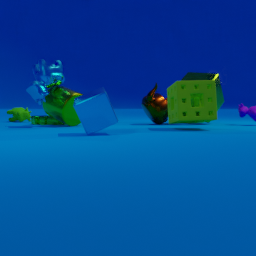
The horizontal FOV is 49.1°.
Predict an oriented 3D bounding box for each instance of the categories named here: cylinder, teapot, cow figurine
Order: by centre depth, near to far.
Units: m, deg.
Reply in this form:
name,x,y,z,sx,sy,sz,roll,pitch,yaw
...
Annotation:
name,x,y,z,sx,sy,sz,roll,pitch,yaw
cow figurine,-2.688,-1.528,9.366,0.818,1.466,1.490,-22,-7,43
cylinder,-2.165,-0.789,9.788,1.172,1.172,1.172,24,17,35
cow figurine,4.559,-0.637,10.262,0.920,0.505,0.905,-27,45,-4
teapot,1.127,-0.855,10.692,0.984,2.010,1.249,-35,46,-5
cow figurine,-4.783,-0.625,12.581,1.190,0.664,1.209,-6,18,2

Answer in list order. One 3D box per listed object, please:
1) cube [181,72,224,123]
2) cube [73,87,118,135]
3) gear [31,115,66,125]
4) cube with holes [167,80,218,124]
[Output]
name,x,y,z,sx,sy,sz,roll,pitch,yaw
cube,2.758,-1.230,10.995,1.372,1.372,1.372,14,51,42
cube,-0.779,-0.430,6.748,0.797,0.797,0.797,-23,19,-2
gear,-2.937,-0.328,11.151,1.721,0.318,1.721,0,4,0
cube with holes,1.861,-0.735,8.318,1.118,1.118,1.118,-2,-3,-6
